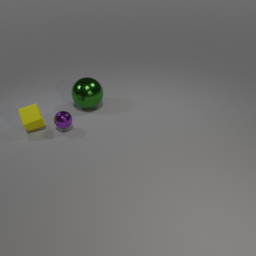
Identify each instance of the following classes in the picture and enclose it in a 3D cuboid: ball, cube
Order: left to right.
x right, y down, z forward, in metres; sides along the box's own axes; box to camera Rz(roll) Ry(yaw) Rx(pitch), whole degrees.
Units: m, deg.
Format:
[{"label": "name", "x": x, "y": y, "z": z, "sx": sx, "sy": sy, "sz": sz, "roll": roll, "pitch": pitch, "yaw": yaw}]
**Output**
[{"label": "cube", "x": -3.690, "y": -0.399, "z": 10.763, "sx": 0.700, "sy": 0.700, "sz": 0.700, "roll": -21, "pitch": 71, "yaw": -10}, {"label": "ball", "x": -2.491, "y": -0.312, "z": 10.771, "sx": 0.700, "sy": 0.700, "sz": 0.700, "roll": 0, "pitch": 31, "yaw": 0}, {"label": "ball", "x": -1.787, "y": -1.535, "z": 12.363, "sx": 1.400, "sy": 1.400, "sz": 1.400, "roll": 0, "pitch": 31, "yaw": 0}]
